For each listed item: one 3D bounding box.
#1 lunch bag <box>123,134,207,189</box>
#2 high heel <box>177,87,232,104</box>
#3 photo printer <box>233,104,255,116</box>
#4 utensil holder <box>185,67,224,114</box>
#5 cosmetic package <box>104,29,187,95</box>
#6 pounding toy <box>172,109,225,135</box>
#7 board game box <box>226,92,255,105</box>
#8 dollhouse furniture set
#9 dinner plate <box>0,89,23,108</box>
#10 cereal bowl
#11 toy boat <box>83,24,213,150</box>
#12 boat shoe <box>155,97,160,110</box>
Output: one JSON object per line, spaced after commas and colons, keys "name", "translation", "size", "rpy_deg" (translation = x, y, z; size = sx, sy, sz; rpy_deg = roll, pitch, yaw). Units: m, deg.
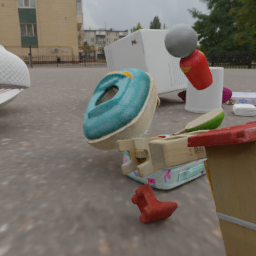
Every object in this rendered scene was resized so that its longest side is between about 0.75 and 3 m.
{"name": "lunch bag", "translation": [0.694, 0.508, 4.666], "size": [1.386, 0.534, 1.112], "rpy_deg": [-13, 20, -42]}
{"name": "high heel", "translation": [3.008, -1.279, 11.151], "size": [1.048, 0.735, 2.181], "rpy_deg": [3, -4, -31]}
{"name": "photo printer", "translation": [3.947, -0.625, 9.520], "size": [0.707, 0.295, 0.849], "rpy_deg": [2, 14, 14]}
{"name": "utensil holder", "translation": [2.734, -1.382, 9.999], "size": [1.301, 1.531, 1.301], "rpy_deg": [1, 14, 0]}
{"name": "cosmetic package", "translation": [0.992, -2.548, 11.651], "size": [2.929, 2.414, 2.416], "rpy_deg": [-14, 6, -37]}
{"name": "pounding toy", "translation": [1.790, 0.076, 6.623], "size": [1.255, 0.582, 0.968], "rpy_deg": [-26, 5, 43]}
{"name": "board game box", "translation": [4.927, -1.267, 11.926], "size": [1.596, 0.328, 1.592], "rpy_deg": [3, 15, 11]}
{"name": "dollhouse furniture set", "translation": [0.772, 0.578, 2.783], "size": [0.890, 1.178, 2.189], "rpy_deg": [-10, 0, -24]}
{"name": "dinner plate", "translation": [-4.575, -0.983, 9.784], "size": [2.257, 0.274, 2.257], "rpy_deg": [-17, 30, 10]}
{"name": "cereal bowl", "translation": [-3.881, -1.620, 7.202], "size": [2.588, 1.078, 2.588], "rpy_deg": [2, 5, 0]}
{"name": "toy boat", "translation": [0.204, -0.754, 4.937], "size": [2.446, 1.137, 2.056], "rpy_deg": [-27, 29, 21]}
{"name": "boat shoe", "translation": [0.006, -1.195, 9.849], "size": [2.264, 0.817, 0.815], "rpy_deg": [28, 15, 14]}
